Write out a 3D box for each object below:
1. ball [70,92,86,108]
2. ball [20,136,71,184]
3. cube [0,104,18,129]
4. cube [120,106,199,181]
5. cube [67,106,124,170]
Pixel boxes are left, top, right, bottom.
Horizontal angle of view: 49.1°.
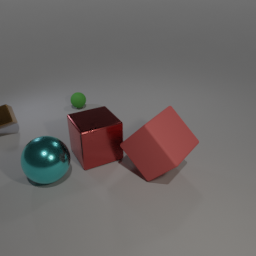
[{"bbox_3d":[-2.256,-1.271,12.724,0.700,0.700,0.700,0,29,0],"label":"ball"},{"bbox_3d":[-2.391,0.923,8.174,1.400,1.400,1.400,0,29,0],"label":"ball"},{"bbox_3d":[-4.702,-0.419,10.551,0.700,0.700,0.700,-21,0,-7],"label":"cube"},{"bbox_3d":[0.922,0.460,8.263,1.400,1.400,1.400,52,48,2],"label":"cube"},{"bbox_3d":[-1.075,0.285,9.240,1.400,1.400,1.400,-15,33,-24],"label":"cube"}]
